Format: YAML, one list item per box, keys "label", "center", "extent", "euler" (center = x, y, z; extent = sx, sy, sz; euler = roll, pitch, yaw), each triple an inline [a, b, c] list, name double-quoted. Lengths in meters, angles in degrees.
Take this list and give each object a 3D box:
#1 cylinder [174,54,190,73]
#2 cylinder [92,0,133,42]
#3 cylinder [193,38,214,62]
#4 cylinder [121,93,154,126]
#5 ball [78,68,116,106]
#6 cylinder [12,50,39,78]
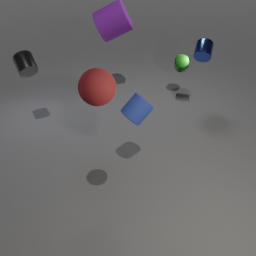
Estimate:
- label: "cylinder"
  center: [2.611, -3.130, 13.624]
  extent: [0.700, 0.700, 0.700]
  euler: [5, -7, 8]
- label: "cylinder"
  center: [-0.670, -4.824, 12.633]
  extent: [1.400, 1.400, 1.400]
  euler: [-22, 30, 13]
- label: "cylinder"
  center: [3.066, -3.147, 11.355]
  extent: [0.700, 0.700, 0.700]
  euler: [10, 69, 16]
- label: "cylinder"
  center: [0.266, -0.545, 8.117]
  extent: [0.700, 0.700, 0.700]
  euler: [40, 8, -7]
- label: "ball"
  center: [-0.568, -0.748, 5.144]
  extent: [0.700, 0.700, 0.700]
  euler: [0, 33, 0]
- label: "cylinder"
  center: [-3.657, -2.281, 10.005]
  extent: [0.700, 0.700, 0.700]
  euler: [-20, 78, -29]
